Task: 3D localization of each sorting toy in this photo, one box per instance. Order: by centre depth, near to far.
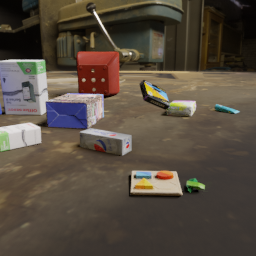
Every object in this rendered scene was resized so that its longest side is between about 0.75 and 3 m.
[{"bbox_3d":[0.782,1.069,5.713,1.440,0.212,1.065,0,14,2],"label":"sorting toy"}]

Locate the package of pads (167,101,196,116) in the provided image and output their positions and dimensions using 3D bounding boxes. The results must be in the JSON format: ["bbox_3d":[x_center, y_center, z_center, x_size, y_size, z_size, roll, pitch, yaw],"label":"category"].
[{"bbox_3d":[2.470,-0.898,12.746,1.138,0.502,1.473,4,16,21],"label":"package of pads"}]

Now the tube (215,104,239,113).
[{"bbox_3d":[4.627,-0.864,13.146,0.430,0.280,1.111,-22,30,-38],"label":"tube"}]

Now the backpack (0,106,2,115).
[{"bbox_3d":[-6.620,-1.257,11.270,2.399,2.013,1.949,-12,11,-29],"label":"backpack"}]

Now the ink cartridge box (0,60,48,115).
[{"bbox_3d":[-4.608,-1.808,12.547,1.737,2.380,1.000,1,18,5],"label":"ink cartridge box"}]

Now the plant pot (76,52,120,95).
[{"bbox_3d":[-2.043,-3.308,18.019,2.810,2.813,2.479,0,22,2],"label":"plant pot"}]

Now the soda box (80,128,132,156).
[{"bbox_3d":[-0.648,0.372,7.886,1.487,0.472,0.508,8,17,30],"label":"soda box"}]

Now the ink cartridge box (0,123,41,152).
[{"bbox_3d":[-3.319,0.242,8.302,1.217,0.511,0.885,-12,19,-39],"label":"ink cartridge box"}]

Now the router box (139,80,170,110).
[{"bbox_3d":[0.735,-0.906,7.693,0.842,0.215,0.628,18,45,-36],"label":"router box"}]

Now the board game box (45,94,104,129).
[{"bbox_3d":[-2.008,-0.711,11.011,1.627,0.988,2.041,3,16,11],"label":"board game box"}]
